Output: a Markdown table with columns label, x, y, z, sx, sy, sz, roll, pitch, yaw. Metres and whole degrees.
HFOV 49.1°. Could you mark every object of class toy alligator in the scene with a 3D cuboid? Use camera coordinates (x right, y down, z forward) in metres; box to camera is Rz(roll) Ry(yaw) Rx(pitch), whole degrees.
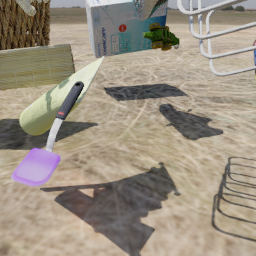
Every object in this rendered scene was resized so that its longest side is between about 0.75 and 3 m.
| label | x | y | z | sx | sy | sz | roll | pitch | yaw |
| --- | --- | --- | --- | --- | --- | --- | --- | --- | --- |
| toy alligator | 1.065 | -2.393 | 7.441 | 0.435 | 0.600 | 1.811 | -6 | 4 | 38 |

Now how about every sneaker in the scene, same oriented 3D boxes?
| label | x | y | z | sx | sy | sz | roll | pitch | yaw |
| --- | --- | --- | --- | --- | --- | --- | --- | --- | --- |
| sneaker | 0.850 | -3.461 | 6.977 | 1.276 | 1.085 | 2.798 | -16 | 11 | -7 |

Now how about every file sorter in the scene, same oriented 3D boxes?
| label | x | y | z | sx | sy | sz | roll | pitch | yaw |
| --- | --- | --- | --- | --- | --- | --- | --- | --- | --- |
| file sorter | 1.502 | -1.913 | 3.804 | 1.395 | 1.554 | 2.240 | -9 | -23 | 28 |

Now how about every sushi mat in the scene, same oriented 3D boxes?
| label | x | y | z | sx | sy | sz | roll | pitch | yaw |
| --- | --- | --- | --- | --- | --- | --- | --- | --- | --- |
| sushi mat | -1.500 | -0.940 | 4.379 | 1.320 | 0.631 | 0.080 | -8 | 30 | -5 |

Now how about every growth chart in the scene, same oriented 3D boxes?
| label | x | y | z | sx | sy | sz | roll | pitch | yaw |
| --- | --- | --- | --- | --- | --- | --- | --- | --- | --- |
| growth chart | -0.894 | -2.393 | 3.617 | 0.179 | 2.018 | 1.460 | 36 | -10 | 2 |

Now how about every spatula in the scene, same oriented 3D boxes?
| label | x | y | z | sx | sy | sz | roll | pitch | yaw |
| --- | --- | --- | --- | --- | --- | --- | --- | --- | --- |
| spatula | -0.684 | 0.004 | 2.697 | 0.336 | 0.122 | 1.189 | 15 | 66 | 13 |

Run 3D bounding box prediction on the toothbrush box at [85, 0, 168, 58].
| label | x | y | z | sx | sy | sz | roll | pitch | yaw |
| --- | --- | --- | --- | --- | --- | --- | --- | --- | --- |
| toothbrush box | -0.065 | -3.724 | 9.817 | 2.625 | 1.922 | 1.120 | -11 | 49 | -11 |

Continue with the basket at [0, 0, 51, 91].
| label | x | y | z | sx | sy | sz | roll | pitch | yaw |
| --- | --- | --- | --- | --- | --- | --- | --- | --- | --- |
| basket | -3.326 | -2.462 | 6.813 | 2.059 | 2.886 | 2.150 | 22 | 28 | 36 |

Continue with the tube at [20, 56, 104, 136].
| label | x | y | z | sx | sy | sz | roll | pitch | yaw |
| --- | --- | --- | --- | --- | --- | --- | --- | --- | --- |
| tube | -0.948 | -0.318 | 3.804 | 0.483 | 0.540 | 1.860 | -9 | -10 | -40 |

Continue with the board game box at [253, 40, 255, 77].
| label | x | y | z | sx | sy | sz | roll | pitch | yaw |
| --- | --- | --- | --- | --- | --- | --- | --- | --- | --- |
| board game box | 3.875 | -2.556 | 5.976 | 0.880 | 2.854 | 2.853 | 24 | 45 | 2 |
